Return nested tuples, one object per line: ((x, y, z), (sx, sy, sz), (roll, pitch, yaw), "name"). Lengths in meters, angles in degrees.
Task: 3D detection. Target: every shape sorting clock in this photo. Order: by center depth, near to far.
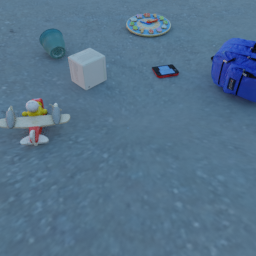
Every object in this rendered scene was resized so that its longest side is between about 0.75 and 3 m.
((1.058, -5.357, 14.416), (2.284, 0.448, 2.284), (0, 43, 0), "shape sorting clock")

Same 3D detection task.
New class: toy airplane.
((-2.855, -0.280, 8.512), (1.636, 1.159, 1.643), (29, 50, 26), "toy airplane")

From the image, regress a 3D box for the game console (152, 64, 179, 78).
((1.531, -2.346, 11.444), (0.945, 0.147, 0.836), (-10, 44, -11), "game console")

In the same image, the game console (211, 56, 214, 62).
((4.102, -2.827, 11.997), (0.795, 0.526, 0.904), (22, 39, -21), "game console")

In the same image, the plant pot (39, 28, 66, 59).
((-3.208, -3.593, 12.204), (1.046, 1.046, 0.983), (-18, 61, -18), "plant pot")

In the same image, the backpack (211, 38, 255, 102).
((4.128, -2.111, 9.957), (2.286, 1.857, 1.918), (28, 53, 25), "backpack")

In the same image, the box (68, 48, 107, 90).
((-1.518, -2.253, 10.647), (1.096, 1.090, 0.938), (-33, 52, -30), "box")
